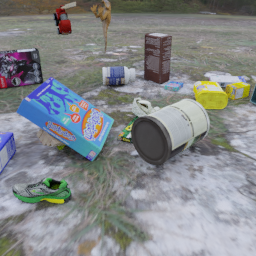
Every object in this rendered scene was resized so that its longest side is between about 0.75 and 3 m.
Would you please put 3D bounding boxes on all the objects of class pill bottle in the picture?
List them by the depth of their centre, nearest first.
[{"bbox_3d":[-0.450,-2.565,13.754,1.574,0.874,0.874,-3,28,-4],"label":"pill bottle"}]

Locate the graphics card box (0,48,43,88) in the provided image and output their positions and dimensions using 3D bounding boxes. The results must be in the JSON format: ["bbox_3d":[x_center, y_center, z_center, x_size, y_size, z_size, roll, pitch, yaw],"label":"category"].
[{"bbox_3d":[-5.530,-2.841,13.418,2.655,1.666,0.675,-12,29,-23],"label":"graphics card box"}]

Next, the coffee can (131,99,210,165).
[{"bbox_3d":[1.252,0.061,8.144,1.922,1.407,1.407,-23,36,-37],"label":"coffee can"}]

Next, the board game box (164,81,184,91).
[{"bbox_3d":[2.210,-2.019,13.444,0.646,0.191,0.850,15,31,26],"label":"board game box"}]

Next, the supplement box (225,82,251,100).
[{"bbox_3d":[4.863,-1.659,12.382,0.990,0.539,0.542,-14,31,-25],"label":"supplement box"}]

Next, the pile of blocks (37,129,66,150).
[{"bbox_3d":[-1.977,0.114,8.946,1.025,0.776,2.496,41,28,-2],"label":"pile of blocks"}]

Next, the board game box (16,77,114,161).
[{"bbox_3d":[-1.735,-0.341,8.442,2.490,0.560,1.894,35,28,-10],"label":"board game box"}]

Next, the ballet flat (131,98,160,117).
[{"bbox_3d":[0.781,-0.516,9.777,0.733,0.733,2.043,-19,36,-32],"label":"ballet flat"}]

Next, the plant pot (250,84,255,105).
[{"bbox_3d":[5.748,-1.329,11.520,0.856,0.841,0.838,-3,26,-24],"label":"plant pot"}]

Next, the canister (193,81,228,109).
[{"bbox_3d":[3.407,-1.427,11.777,1.216,0.709,1.638,3,26,5],"label":"canister"}]

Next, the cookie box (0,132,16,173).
[{"bbox_3d":[-4.121,0.819,7.473,1.580,0.694,1.847,1,28,2],"label":"cookie box"}]

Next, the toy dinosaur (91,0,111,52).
[{"bbox_3d":[-0.443,-2.105,5.467,0.328,1.086,0.577,-2,-14,31],"label":"toy dinosaur"}]

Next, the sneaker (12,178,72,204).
[{"bbox_3d":[-2.011,1.380,6.538,1.368,0.583,0.534,0,28,1],"label":"sneaker"}]

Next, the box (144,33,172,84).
[{"bbox_3d":[1.473,-3.488,13.972,0.861,2.297,1.150,-22,35,-37],"label":"box"}]

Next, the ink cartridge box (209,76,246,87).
[{"bbox_3d":[4.889,-2.294,13.824,1.627,0.341,0.971,1,28,9],"label":"ink cartridge box"}]

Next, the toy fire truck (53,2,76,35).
[{"bbox_3d":[-2.260,-4.058,10.238,0.688,0.942,1.070,-13,-9,-23],"label":"toy fire truck"}]

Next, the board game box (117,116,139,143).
[{"bbox_3d":[0.376,0.043,9.526,0.880,0.197,1.680,9,29,21],"label":"board game box"}]
